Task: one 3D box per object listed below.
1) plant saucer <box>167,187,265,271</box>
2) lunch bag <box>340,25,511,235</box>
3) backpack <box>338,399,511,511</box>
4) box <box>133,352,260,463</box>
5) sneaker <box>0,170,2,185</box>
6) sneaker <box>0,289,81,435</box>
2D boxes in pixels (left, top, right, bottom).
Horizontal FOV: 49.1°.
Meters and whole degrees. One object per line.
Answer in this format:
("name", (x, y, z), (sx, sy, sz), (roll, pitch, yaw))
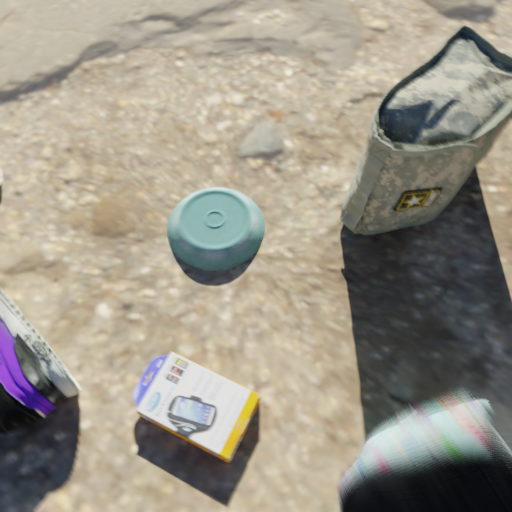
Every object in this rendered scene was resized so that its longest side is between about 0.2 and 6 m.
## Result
("plant saucer", (-0.712, -0.569, 9.801), (1.737, 0.312, 1.737), (0, 61, 0))
("lunch bag", (2.737, -1.769, 9.196), (1.785, 2.490, 3.036), (42, 69, 15))
("backpack", (2.285, 2.961, 6.737), (2.374, 1.787, 2.108), (-30, 84, 24))
("box", (-0.921, 2.164, 8.246), (1.719, 0.357, 1.024), (23, 63, 15))
("sneaker", (-5.382, -1.946, 10.292), (0.771, 0.832, 2.052), (-33, 67, -19))
("sneaker", (-4.141, 1.327, 8.280), (1.548, 1.082, 3.113), (-41, 69, -20))
